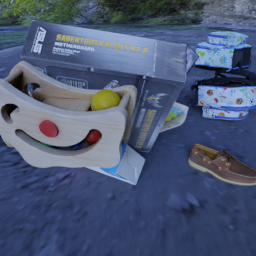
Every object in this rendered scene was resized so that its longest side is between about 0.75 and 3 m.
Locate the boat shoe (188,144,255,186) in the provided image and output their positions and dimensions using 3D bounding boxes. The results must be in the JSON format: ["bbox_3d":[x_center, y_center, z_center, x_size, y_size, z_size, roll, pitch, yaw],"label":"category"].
[{"bbox_3d":[1.938,0.732,5.745,1.503,0.508,0.541,19,30,35],"label":"boat shoe"}]

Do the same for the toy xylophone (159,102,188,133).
[{"bbox_3d":[0.667,-0.317,8.062,1.489,0.511,2.034,21,32,40],"label":"toy xylophone"}]

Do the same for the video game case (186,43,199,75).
[{"bbox_3d":[1.627,-1.904,7.983,0.077,0.809,0.578,-15,61,-36],"label":"video game case"}]

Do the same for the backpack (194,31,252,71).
[{"bbox_3d":[4.894,-4.035,14.622,2.597,1.909,2.377,13,23,35],"label":"backpack"}]

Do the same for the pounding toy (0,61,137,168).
[{"bbox_3d":[-1.009,-0.358,4.099,2.422,1.385,1.389,-2,35,18],"label":"pounding toy"}]

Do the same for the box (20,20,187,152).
[{"bbox_3d":[-0.449,-0.502,5.281,2.351,2.968,0.717,7,64,-3],"label":"box"}]

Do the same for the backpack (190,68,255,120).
[{"bbox_3d":[3.054,-0.969,8.348,1.769,1.431,1.857,3,23,43],"label":"backpack"}]

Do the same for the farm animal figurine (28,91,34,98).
[{"bbox_3d":[-2.918,-0.830,8.942,1.158,0.721,1.434,-22,32,-40],"label":"farm animal figurine"}]

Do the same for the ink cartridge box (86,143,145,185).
[{"bbox_3d":[-0.645,0.521,5.529,1.702,0.572,0.989,14,-16,28],"label":"ink cartridge box"}]
